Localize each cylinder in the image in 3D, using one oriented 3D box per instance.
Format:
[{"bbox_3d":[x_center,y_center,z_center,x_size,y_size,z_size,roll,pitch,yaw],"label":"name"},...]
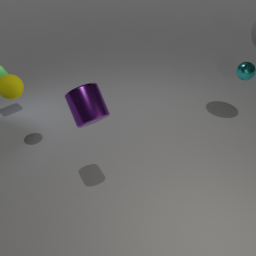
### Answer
[{"bbox_3d":[-0.810,-0.447,5.591,0.700,0.700,0.700,-23,-1,0],"label":"cylinder"}]

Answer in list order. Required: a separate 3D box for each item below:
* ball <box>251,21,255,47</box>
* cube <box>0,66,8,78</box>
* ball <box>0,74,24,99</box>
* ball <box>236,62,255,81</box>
[{"bbox_3d":[4.649,-3.040,8.832,1.400,1.400,1.400,0,33,0],"label":"ball"},{"bbox_3d":[-5.093,-1.893,10.788,0.700,0.700,0.700,45,30,11],"label":"cube"},{"bbox_3d":[-3.335,-1.166,7.954,0.700,0.700,0.700,0,33,0],"label":"ball"},{"bbox_3d":[4.440,-2.139,10.544,0.700,0.700,0.700,0,33,0],"label":"ball"}]
